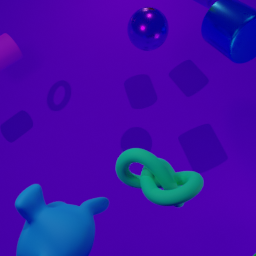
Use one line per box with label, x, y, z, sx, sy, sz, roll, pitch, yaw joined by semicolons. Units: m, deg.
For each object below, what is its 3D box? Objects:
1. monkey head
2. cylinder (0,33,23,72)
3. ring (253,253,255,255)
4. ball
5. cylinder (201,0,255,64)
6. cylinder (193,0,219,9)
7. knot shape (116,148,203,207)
monkey head;-1.060;1.478;4.113;1.065;1.271;1.767;12;39;26
cylinder;-3.364;-2.017;7.500;0.748;0.748;0.748;-40;70;-19
ring;2.252;1.648;3.800;1.745;1.745;0.349;-30;62;-14
ball;0.471;-2.335;6.636;0.983;0.983;0.983;0;63;0
cylinder;2.494;-2.269;6.516;1.146;1.146;1.146;-21;47;-10
cylinder;2.291;-4.116;8.065;1.041;1.041;1.041;-33;57;-15
knot shape;0.562;0.830;4.364;1.391;1.301;0.643;26;85;-28
